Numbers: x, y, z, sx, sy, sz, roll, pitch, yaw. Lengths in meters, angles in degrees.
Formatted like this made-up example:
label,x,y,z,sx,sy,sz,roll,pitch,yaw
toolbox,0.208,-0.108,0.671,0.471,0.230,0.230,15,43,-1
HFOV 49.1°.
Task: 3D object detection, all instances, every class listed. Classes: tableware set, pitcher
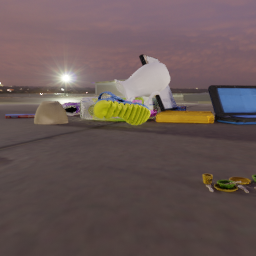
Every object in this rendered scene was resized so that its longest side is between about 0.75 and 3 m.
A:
label,x,y,z,sx,sy,sz,roll,pitch,yaw
tableware set,1.207,0.569,3.052,0.760,0.117,0.512,0,6,4
pitcher,0.678,-1.508,10.520,1.905,1.635,1.155,-25,-18,-5

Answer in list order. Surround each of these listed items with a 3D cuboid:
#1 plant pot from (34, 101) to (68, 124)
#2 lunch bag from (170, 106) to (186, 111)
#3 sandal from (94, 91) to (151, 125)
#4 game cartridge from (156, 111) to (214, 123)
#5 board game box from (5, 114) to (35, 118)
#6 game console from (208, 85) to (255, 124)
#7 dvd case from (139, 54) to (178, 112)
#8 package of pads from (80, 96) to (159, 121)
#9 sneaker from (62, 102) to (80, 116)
label,x,y,z,sx,sy,sz,roll,pitch,yaw
plant pot,-2.930,-0.610,10.671,1.260,0.846,1.260,0,7,0
lunch bag,2.304,-0.718,13.671,0.853,0.533,1.134,-3,-3,-1
sandal,-0.188,-0.732,9.472,2.162,0.859,0.941,14,35,-31
game cartridge,2.405,-0.460,11.677,2.181,0.401,2.474,2,9,14
board game box,-5.182,-0.592,13.743,1.535,0.149,0.790,-3,8,-23
game console,4.780,-0.984,11.016,2.570,1.521,2.194,-2,6,-12
dvd case,1.384,-1.960,12.343,0.225,2.563,1.829,-23,-4,27
package of pads,-0.344,-0.847,12.150,2.946,1.005,2.276,1,5,20
sneaker,-2.381,-1.043,15.229,2.466,0.894,1.406,-10,13,-10
